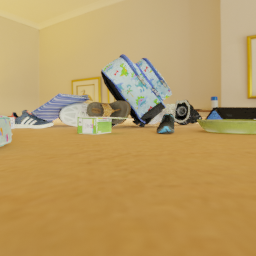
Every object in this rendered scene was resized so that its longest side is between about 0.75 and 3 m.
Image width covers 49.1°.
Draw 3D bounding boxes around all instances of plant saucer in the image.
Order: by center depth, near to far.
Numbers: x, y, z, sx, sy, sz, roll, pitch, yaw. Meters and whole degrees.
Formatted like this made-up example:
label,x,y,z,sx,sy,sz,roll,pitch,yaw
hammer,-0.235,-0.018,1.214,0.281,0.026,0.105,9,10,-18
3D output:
label,x,y,z,sx,sy,sz,roll,pitch,yaw
plant saucer,3.257,-0.059,8.239,2.399,0.373,2.399,0,2,0

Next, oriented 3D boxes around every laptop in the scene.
label,x,y,z,sx,sy,sz,roll,pitch,yaw
laptop,4.456,-0.071,10.794,2.370,1.381,2.674,-1,29,-5

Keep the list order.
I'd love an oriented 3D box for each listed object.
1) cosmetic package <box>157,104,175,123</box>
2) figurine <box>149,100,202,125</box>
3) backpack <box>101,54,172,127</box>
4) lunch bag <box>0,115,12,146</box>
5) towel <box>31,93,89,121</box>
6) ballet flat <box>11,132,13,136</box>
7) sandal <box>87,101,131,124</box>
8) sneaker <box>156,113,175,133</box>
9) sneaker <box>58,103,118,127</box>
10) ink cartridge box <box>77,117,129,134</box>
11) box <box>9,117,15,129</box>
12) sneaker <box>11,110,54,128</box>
label,x,y,z,sx,sy,sz,roll,pitch,yaw
cosmetic package,2.305,-0.880,16.889,2.178,1.146,0.774,1,-2,-6
figurine,2.294,-0.642,14.620,2.742,1.180,2.675,1,-5,28
backpack,0.326,-1.714,11.580,2.051,2.791,2.554,-40,5,-1
lunch bag,-2.418,0.072,4.298,1.038,0.499,1.295,-3,3,-9
towel,-3.309,-0.793,12.129,2.872,0.343,2.080,-27,-8,25
ballet flat,-3.320,-0.100,6.061,2.138,0.666,0.721,2,4,32
sandal,-0.832,-0.637,10.297,2.146,0.877,0.586,11,6,37
sneaker,1.063,-0.136,7.880,0.498,0.557,1.360,1,4,9
sneaker,-1.460,-0.552,11.471,2.694,1.017,1.550,2,1,-14
ink cartridge box,-0.634,-0.071,7.601,1.219,0.462,0.901,3,3,21
box,-5.413,-0.143,9.251,1.849,0.465,2.561,2,2,29
sneaker,-3.657,-0.346,10.616,1.660,0.702,0.622,1,3,1
